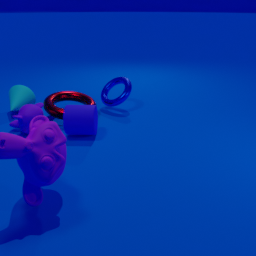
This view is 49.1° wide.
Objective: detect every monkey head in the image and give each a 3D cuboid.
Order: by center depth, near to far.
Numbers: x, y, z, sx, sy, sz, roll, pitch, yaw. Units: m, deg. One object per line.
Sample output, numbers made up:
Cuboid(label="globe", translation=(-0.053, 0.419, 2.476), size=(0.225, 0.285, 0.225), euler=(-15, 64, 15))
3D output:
Cuboid(label="monkey head", translation=(-1.799, 0.482, 5.226), size=(1.336, 1.857, 1.119), euler=(10, -22, -27))
Cuboid(label="monkey head", translation=(-3.004, -0.313, 8.215), size=(0.982, 0.823, 1.366), euler=(9, 23, 11))

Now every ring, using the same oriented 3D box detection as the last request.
Cuboid(label="ring", translation=(-1.892, -0.756, 9.199), size=(1.723, 0.345, 1.723), euler=(7, 31, -4))
Cuboid(label="ring", translation=(-0.422, -1.286, 9.854), size=(1.236, 0.247, 1.236), euler=(-17, 52, 23))

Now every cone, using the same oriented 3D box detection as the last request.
Cuboid(label="cone", translation=(-3.715, -0.807, 9.361), size=(0.949, 0.949, 0.953), euler=(2, 34, 4))

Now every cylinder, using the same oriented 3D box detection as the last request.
Cuboid(label="cylinder", translation=(-1.330, -0.232, 7.978), size=(0.848, 0.848, 0.848), euler=(1, 25, 1))
